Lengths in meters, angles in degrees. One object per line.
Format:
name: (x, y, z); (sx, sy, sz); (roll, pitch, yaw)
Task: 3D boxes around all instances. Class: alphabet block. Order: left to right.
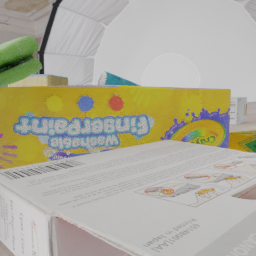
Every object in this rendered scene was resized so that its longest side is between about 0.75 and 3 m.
alphabet block: (-2.900, -0.940, 9.264); (1.515, 1.551, 1.523); (2, 7, 13)

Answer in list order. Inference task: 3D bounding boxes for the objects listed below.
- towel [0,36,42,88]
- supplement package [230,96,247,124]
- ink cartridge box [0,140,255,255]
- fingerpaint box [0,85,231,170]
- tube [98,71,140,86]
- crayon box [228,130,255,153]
towel: (-2.401, -0.078, 2.813); (2.999, 0.460, 2.237); (4, 40, 43)
supplement package: (3.301, -0.649, 9.640); (1.238, 0.881, 1.589); (4, 8, 33)
ink cartridge box: (0.331, 0.453, 1.905); (1.954, 0.437, 1.722); (-7, 9, -44)
fingerpaint box: (-0.335, -0.123, 4.339); (2.841, 1.042, 2.370); (-2, 7, -14)
tube: (0.295, -1.296, 9.996); (2.750, 0.693, 1.065); (13, 18, -27)
crayon box: (2.145, 0.237, 4.431); (0.744, 0.305, 1.183); (-4, 7, -29)
